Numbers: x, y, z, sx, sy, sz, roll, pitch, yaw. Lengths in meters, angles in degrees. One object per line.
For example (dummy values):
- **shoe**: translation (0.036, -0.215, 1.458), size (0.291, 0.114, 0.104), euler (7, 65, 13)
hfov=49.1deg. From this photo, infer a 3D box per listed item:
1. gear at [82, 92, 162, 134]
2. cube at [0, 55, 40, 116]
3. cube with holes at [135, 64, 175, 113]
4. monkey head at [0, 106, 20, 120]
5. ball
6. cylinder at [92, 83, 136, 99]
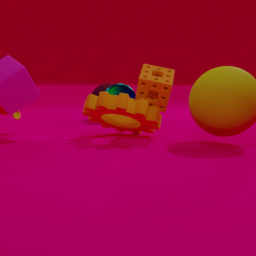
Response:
- **gear**: translation (-0.132, -0.298, 6.443), size (1.765, 0.327, 1.765), euler (11, -16, 3)
- **cube**: translation (-2.599, -0.939, 6.127), size (0.815, 0.815, 0.815), euler (-41, 52, -20)
- **cube with holes**: translation (0.596, -0.903, 6.309), size (0.716, 0.716, 0.716), euler (12, 39, 4)
- **monkey head**: translation (-3.116, -0.757, 7.065), size (1.151, 0.694, 0.828), euler (35, 44, -4)
- **ball**: translation (1.936, -0.524, 5.625), size (1.400, 1.400, 1.400), euler (0, 9, 0)
- **cylinder**: translation (-0.501, -0.869, 9.402), size (1.246, 1.246, 1.246), euler (-4, 10, -25)
